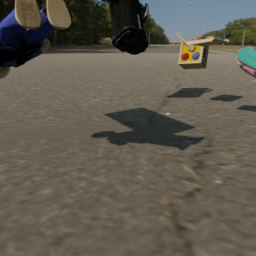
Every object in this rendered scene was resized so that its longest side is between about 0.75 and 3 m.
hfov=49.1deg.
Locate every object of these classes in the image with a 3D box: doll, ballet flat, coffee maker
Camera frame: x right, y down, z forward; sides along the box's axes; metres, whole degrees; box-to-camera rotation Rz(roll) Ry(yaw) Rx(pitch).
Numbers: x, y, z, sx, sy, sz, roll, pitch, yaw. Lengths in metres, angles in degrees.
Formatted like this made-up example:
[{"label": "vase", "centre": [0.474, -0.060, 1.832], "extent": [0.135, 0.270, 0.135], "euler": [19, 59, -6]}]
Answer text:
[{"label": "doll", "centre": [-2.055, -1.470, 4.916], "extent": [1.682, 0.597, 2.465], "euler": [-17, 0, -41]}, {"label": "ballet flat", "centre": [3.320, -1.221, 6.390], "extent": [0.703, 0.683, 1.976], "euler": [32, 13, -47]}, {"label": "coffee maker", "centre": [-0.152, -3.898, 10.391], "extent": [1.875, 1.315, 1.952], "euler": [9, 57, -20]}]

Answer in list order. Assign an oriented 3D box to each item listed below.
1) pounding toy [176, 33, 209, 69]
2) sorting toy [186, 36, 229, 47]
[{"label": "pounding toy", "centre": [2.313, -2.843, 10.293], "extent": [1.045, 1.135, 0.807], "euler": [5, -7, 35]}, {"label": "sorting toy", "centre": [2.288, -2.489, 8.034], "extent": [0.946, 0.173, 0.876], "euler": [-13, 13, -42]}]
